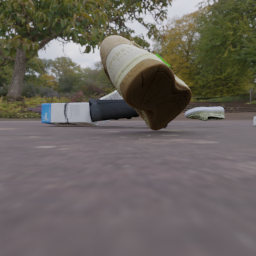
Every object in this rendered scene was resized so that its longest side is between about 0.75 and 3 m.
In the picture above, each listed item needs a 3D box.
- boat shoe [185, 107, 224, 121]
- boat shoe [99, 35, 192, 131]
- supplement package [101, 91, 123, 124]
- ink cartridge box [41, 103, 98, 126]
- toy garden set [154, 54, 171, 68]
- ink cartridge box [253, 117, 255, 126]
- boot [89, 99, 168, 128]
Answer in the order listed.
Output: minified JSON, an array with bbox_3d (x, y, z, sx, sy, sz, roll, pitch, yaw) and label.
[{"bbox_3d":[2.528,-0.430,9.190,1.283,0.398,0.462,-7,-28,6],"label":"boat shoe"},{"bbox_3d":[0.389,-0.726,5.128,1.069,0.962,2.962,-43,-22,9],"label":"boat shoe"},{"bbox_3d":[-0.575,-0.813,10.193,1.100,0.828,0.835,-27,11,8],"label":"supplement package"},{"bbox_3d":[-2.132,-0.485,10.517,1.767,0.740,1.282,0,-5,15],"label":"ink cartridge box"},{"bbox_3d":[1.239,-1.352,11.358,0.511,2.561,2.135,-11,42,-21],"label":"toy garden set"},{"bbox_3d":[4.923,-0.239,9.846,0.573,0.334,0.792,4,-3,-23],"label":"ink cartridge box"},{"bbox_3d":[-0.048,-0.452,8.197,2.124,0.697,1.751,0,18,-12],"label":"boot"}]
